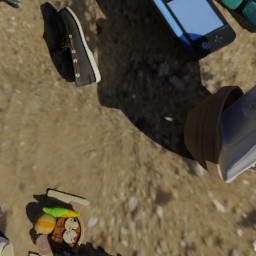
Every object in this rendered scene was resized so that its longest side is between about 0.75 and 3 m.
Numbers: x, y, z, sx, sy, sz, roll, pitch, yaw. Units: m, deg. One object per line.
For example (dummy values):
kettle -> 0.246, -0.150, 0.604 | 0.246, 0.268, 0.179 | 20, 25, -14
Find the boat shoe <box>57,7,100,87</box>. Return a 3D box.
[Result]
boat shoe -> -1.676, -2.500, 8.537 | 0.820, 0.958, 2.618 | -19, 81, -13

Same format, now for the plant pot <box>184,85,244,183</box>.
plant pot -> 2.298, 0.122, 7.506 | 1.153, 2.497, 2.497 | 5, 73, 39

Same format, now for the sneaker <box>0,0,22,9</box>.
sneaker -> -3.965, -4.342, 9.295 | 1.056, 0.398, 0.418 | 25, 75, 6

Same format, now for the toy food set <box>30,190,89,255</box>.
toy food set -> -1.882, 2.777, 7.520 | 1.382, 0.402, 2.002 | 12, 76, 3

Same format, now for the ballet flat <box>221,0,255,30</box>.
ballet flat -> 3.878, -4.104, 9.110 | 0.878, 0.929, 2.757 | -32, 78, -36

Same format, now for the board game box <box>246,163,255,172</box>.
board game box -> 3.856, 0.577, 7.822 | 2.372, 0.383, 1.424 | 12, 80, -12

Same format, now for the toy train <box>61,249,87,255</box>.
toy train -> -0.461, 3.841, 7.129 | 2.746, 0.468, 0.629 | 19, 120, 5

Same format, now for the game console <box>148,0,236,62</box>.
game console -> 1.807, -3.608, 8.478 | 2.456, 1.625, 2.793 | -28, 78, -6

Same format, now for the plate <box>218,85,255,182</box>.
plate -> 3.045, -0.413, 6.352 | 0.459, 2.833, 2.839 | 43, 116, -6

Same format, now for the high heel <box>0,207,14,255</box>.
high heel -> -3.906, 3.304, 7.249 | 1.618, 0.810, 2.270 | -19, 73, 1
